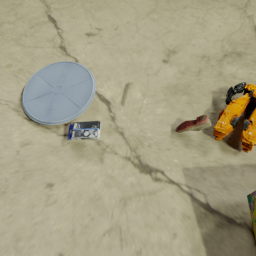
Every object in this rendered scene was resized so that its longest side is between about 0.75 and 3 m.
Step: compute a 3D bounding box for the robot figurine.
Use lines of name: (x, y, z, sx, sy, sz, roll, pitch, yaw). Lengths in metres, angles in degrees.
robot figurine: (3.050, -0.379, 7.139, 1.460, 0.586, 2.014, 27, 58, 26)

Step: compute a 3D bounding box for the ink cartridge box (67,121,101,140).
ink cartridge box: (-1.078, 0.063, 6.691, 0.852, 0.167, 0.424, -4, 68, 16)

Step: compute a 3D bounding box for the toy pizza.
toy pizza: (-1.857, -0.949, 7.625, 2.051, 0.325, 2.051, -3, 63, 7)

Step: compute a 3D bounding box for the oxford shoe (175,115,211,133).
oxford shoe: (1.598, -0.010, 6.888, 0.913, 0.342, 0.322, -20, 33, 38)

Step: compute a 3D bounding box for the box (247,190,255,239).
box: (3.409, 2.016, 4.708, 2.013, 1.275, 2.090, -2, 66, 2)
